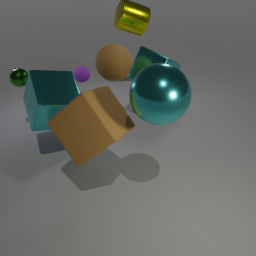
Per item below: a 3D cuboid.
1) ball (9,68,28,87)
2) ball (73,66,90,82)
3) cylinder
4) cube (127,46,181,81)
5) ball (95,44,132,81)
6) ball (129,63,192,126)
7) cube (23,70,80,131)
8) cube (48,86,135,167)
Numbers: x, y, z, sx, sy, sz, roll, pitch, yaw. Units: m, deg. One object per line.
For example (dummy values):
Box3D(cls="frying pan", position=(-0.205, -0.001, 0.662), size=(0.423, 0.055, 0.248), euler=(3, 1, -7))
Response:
Box3D(cls="ball", position=(-4.005, -1.853, 10.348), size=(0.700, 0.700, 0.700), euler=(0, 31, 0))
Box3D(cls="ball", position=(-1.953, -2.284, 11.853), size=(0.700, 0.700, 0.700), euler=(0, 31, 0))
Box3D(cls="cylinder", position=(0.179, -5.371, 13.644), size=(1.400, 1.400, 1.400), euler=(11, 27, -21))
Box3D(cls="cube", position=(1.098, -2.370, 11.652), size=(1.400, 1.400, 1.400), euler=(33, 17, 27))
Box3D(cls="ball", position=(-0.539, -2.479, 10.644), size=(1.400, 1.400, 1.400), euler=(0, 31, 0))
Box3D(cls="ball", position=(0.728, -0.755, 6.349), size=(1.400, 1.400, 1.400), euler=(0, 31, 0))
Box3D(cls="cube", position=(-2.449, -0.880, 9.049), size=(1.400, 1.400, 1.400), euler=(-5, 59, -32))
Box3D(cls="cube", position=(-0.920, -0.091, 7.396), size=(1.400, 1.400, 1.400), euler=(-35, 0, 26))
